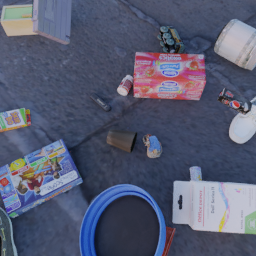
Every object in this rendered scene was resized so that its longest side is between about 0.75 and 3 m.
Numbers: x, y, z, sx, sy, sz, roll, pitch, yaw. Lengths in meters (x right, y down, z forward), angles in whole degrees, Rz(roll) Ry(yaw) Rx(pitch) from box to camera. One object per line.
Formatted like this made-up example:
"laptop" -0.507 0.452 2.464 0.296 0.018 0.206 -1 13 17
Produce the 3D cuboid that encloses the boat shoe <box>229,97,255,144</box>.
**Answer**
"boat shoe" 5.008 -0.575 11.282 0.969 0.949 2.737 34 67 17

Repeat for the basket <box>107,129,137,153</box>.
"basket" -0.249 0.438 10.911 1.028 0.699 0.927 14 54 12

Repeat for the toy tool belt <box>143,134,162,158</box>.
"toy tool belt" 0.947 0.595 10.825 0.656 0.646 1.051 -13 62 -7

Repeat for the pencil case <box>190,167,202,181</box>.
"pencil case" 2.489 1.894 10.271 0.395 0.431 0.951 17 60 -24

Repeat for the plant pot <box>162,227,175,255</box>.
"plant pot" 0.762 3.579 8.997 1.175 1.208 1.208 18 63 18

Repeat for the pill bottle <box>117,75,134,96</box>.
"pill bottle" -0.084 -1.881 12.258 0.482 0.482 0.854 22 64 11

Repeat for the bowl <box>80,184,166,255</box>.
"bowl" -0.182 3.256 8.673 2.968 0.583 2.968 -18 55 28

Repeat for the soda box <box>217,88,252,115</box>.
"soda box" 2.907 -0.715 7.622 0.888 0.281 0.314 27 61 -2

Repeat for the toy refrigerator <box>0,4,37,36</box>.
"toy refrigerator" -4.595 -5.408 13.846 2.961 1.036 1.124 -4 61 -3

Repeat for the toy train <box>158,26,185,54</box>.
"toy train" 2.065 -4.245 13.466 0.952 0.712 1.671 -6 59 -17

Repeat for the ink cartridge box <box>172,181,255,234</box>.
"ink cartridge box" 2.899 2.591 9.348 2.689 0.905 1.575 3 82 2

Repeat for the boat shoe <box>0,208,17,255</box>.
"boat shoe" -4.234 3.567 9.134 0.774 0.647 2.165 -33 64 8

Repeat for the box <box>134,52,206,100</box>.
"box" 1.707 -2.189 11.897 2.903 1.386 1.447 3 62 2

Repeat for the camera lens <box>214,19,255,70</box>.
"camera lens" 5.085 -3.752 12.593 2.060 1.648 1.648 36 67 17

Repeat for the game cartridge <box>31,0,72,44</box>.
"game cartridge" -2.631 -4.253 9.775 0.437 1.476 2.277 -1 86 40

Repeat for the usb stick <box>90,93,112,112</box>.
"usb stick" -1.181 -1.105 12.006 1.147 0.187 0.318 41 69 19

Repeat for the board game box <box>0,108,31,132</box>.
"board game box" -4.915 -0.308 11.567 1.712 0.257 0.818 -12 63 -9

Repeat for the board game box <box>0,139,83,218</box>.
"board game box" -3.283 1.785 10.277 2.731 0.471 1.848 -25 65 -13
